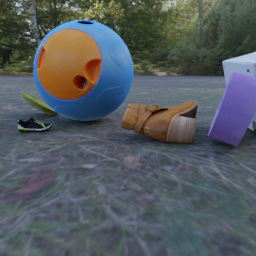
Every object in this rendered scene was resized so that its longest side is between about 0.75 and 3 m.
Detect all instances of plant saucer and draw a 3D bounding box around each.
[{"bbox_3d":[-3.050,-0.804,9.659,1.413,0.220,1.413,30,1,-1],"label":"plant saucer"}]

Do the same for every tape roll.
[{"bbox_3d":[2.237,-0.407,5.903,0.627,1.475,1.475,21,18,13],"label":"tape roll"}]

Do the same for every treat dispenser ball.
[{"bbox_3d":[-1.313,-1.688,8.464,2.949,2.949,2.949,0,13,0],"label":"treat dispenser ball"}]

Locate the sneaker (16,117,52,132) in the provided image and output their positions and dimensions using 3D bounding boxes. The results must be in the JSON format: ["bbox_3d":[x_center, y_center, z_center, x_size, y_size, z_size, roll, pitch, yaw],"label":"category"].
[{"bbox_3d":[-2.450,-0.104,7.325,0.884,0.366,0.317,-5,13,-15],"label":"sneaker"}]

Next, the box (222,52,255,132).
[{"bbox_3d":[3.412,-0.989,7.215,1.152,1.753,1.763,-14,17,-1],"label":"box"}]

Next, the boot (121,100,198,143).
[{"bbox_3d":[0.842,-0.342,7.087,1.719,0.819,2.222,10,18,10],"label":"boot"}]
